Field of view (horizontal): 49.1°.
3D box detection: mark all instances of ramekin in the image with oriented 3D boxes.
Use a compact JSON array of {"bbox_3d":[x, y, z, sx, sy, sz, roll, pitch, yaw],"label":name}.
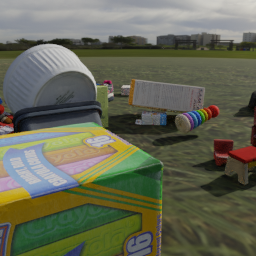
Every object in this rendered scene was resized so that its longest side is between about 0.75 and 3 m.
[{"bbox_3d":[-1.758,-0.831,6.804,2.129,2.129,1.117,-15,40,-40],"label":"ramekin"}]

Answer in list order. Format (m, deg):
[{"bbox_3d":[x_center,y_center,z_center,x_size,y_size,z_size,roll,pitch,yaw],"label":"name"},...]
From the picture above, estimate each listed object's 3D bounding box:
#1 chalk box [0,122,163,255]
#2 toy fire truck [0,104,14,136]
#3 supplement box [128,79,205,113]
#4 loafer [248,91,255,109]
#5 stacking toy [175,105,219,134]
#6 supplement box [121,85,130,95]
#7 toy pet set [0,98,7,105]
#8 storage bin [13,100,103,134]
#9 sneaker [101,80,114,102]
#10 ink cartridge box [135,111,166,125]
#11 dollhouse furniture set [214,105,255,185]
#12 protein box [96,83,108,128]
[{"bbox_3d":[-1.316,1.178,3.049,2.944,1.831,1.822,-11,21,-29],"label":"chalk box"},{"bbox_3d":[-4.141,-0.088,8.927,1.278,0.853,1.522,28,23,6],"label":"toy fire truck"},{"bbox_3d":[1.438,-1.137,10.699,2.649,0.974,1.670,8,3,7],"label":"supplement box"},{"bbox_3d":[6.083,-1.261,12.415,0.948,0.970,2.659,22,31,28],"label":"loafer"},{"bbox_3d":[2.276,-0.367,8.955,1.514,0.646,0.646,-23,26,-22],"label":"stacking toy"},{"bbox_3d":[0.272,-2.069,15.449,1.224,0.450,0.771,3,18,8],"label":"supplement box"},{"bbox_3d":[-2.888,-1.425,10.105,2.727,1.448,2.546,-24,25,24],"label":"toy pet set"},{"bbox_3d":[-1.434,0.412,6.360,2.010,1.463,1.350,-8,56,-26],"label":"storage bin"},{"bbox_3d":[-1.424,-1.639,13.287,1.031,0.955,2.557,5,19,15],"label":"sneaker"},{"bbox_3d":[0.836,-0.379,10.283,1.112,0.377,0.640,1,18,4],"label":"ink cartridge box"},{"bbox_3d":[3.367,0.229,7.013,2.944,1.197,1.584,-9,20,-26],"label":"dollhouse furniture set"},{"bbox_3d":[-1.526,-0.704,9.515,1.441,1.451,0.979,-14,22,-37],"label":"protein box"}]
